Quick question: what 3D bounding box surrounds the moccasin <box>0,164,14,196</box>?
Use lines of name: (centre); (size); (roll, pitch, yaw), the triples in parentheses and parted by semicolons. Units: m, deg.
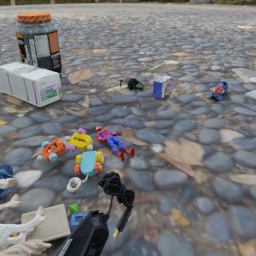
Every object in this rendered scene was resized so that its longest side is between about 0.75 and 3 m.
moccasin: (-3.029, 1.231, 6.453); (0.581, 0.492, 1.444); (-3, 27, -3)

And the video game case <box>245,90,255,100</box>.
video game case: (5.708, -1.236, 11.180); (1.313, 0.159, 1.442); (-19, 34, -30)

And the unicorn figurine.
unicorn figurine: (-2.625, 1.659, 5.007); (2.454, 0.906, 1.686); (12, 24, 40)

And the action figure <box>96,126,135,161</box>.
action figure: (-0.476, 0.342, 8.170); (0.560, 0.443, 1.713); (-24, 35, -27)

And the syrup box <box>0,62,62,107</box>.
syrup box: (-3.985, -1.796, 11.170); (2.768, 1.127, 1.090); (21, 36, 32)

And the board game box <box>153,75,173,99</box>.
board game box: (1.422, -1.676, 11.401); (0.425, 0.700, 0.878); (20, 34, 31)

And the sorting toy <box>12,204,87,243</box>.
sorting toy: (-1.631, 1.940, 5.511); (1.663, 0.227, 0.936); (-10, 27, -17)

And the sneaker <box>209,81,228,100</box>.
sneaker: (3.658, -1.526, 11.296); (0.524, 0.545, 1.391); (17, 33, 29)

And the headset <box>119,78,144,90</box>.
headset: (0.169, -1.853, 12.177); (1.073, 0.504, 0.663); (20, 35, 4)

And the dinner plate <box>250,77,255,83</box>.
dinner plate: (6.081, -2.253, 13.060); (0.751, 0.091, 0.751); (1, 30, -1)

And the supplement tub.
supplement tub: (-3.999, -3.636, 12.647); (1.771, 2.890, 1.771); (0, 29, 0)

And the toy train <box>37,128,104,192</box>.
toy train: (-1.405, 0.815, 7.244); (1.425, 0.528, 1.897); (-40, 52, -10)

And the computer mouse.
computer mouse: (-0.597, 1.853, 4.656); (0.519, 1.582, 2.253); (17, 74, 24)
